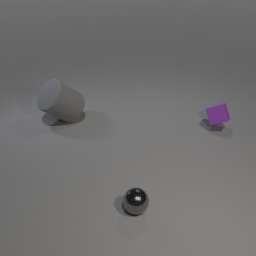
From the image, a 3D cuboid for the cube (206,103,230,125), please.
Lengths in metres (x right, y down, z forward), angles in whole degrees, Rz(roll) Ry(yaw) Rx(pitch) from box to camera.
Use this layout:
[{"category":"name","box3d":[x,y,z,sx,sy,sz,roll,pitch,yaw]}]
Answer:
[{"category":"cube","box3d":[3.625,-0.555,11.259,0.700,0.700,0.700,-16,0,29]}]

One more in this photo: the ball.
[{"category":"ball","box3d":[0.214,1.943,7.480,0.700,0.700,0.700,0,30,0]}]

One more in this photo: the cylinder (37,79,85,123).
[{"category":"cylinder","box3d":[-2.770,-1.106,11.656,1.400,1.400,1.400,30,1,42]}]
